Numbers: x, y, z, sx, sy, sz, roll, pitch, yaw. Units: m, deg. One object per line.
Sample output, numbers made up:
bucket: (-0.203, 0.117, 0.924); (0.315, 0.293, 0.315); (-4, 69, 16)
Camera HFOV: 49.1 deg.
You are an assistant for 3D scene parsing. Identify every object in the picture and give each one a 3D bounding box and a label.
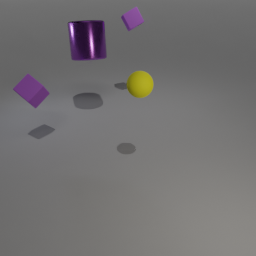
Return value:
cylinder: (-1.564, -3.392, 10.872); (1.400, 1.400, 1.400); (-3, 18, 1)
ball: (0.311, -1.132, 7.291); (0.700, 0.700, 0.700); (0, 28, 0)
cube: (-3.129, -1.193, 9.118); (0.700, 0.700, 0.700); (38, 80, 10)
cube: (0.193, -4.730, 12.197); (0.700, 0.700, 0.700); (-31, 16, 0)
